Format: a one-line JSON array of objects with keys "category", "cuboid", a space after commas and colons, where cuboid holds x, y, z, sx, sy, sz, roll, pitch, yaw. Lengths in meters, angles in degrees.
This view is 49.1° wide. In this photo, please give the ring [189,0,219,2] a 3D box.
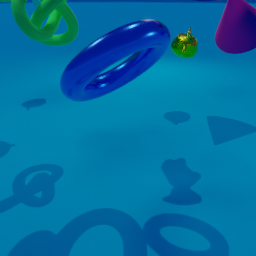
[{"category": "ring", "cuboid": [1.301, -2.360, 4.282, 1.322, 0.264, 1.322, -8, 51, 10]}]

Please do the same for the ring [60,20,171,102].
[{"category": "ring", "cuboid": [-0.169, -0.911, 4.020, 1.731, 0.346, 1.731, -30, -4, -2]}]

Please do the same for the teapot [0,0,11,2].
[{"category": "teapot", "cuboid": [-2.920, -3.410, 6.535, 1.465, 0.718, 0.911, -22, 10, -28]}]

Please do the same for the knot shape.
[{"category": "knot shape", "cuboid": [-1.430, -2.293, 5.379, 0.692, 1.401, 1.497, 37, 7, 17]}]

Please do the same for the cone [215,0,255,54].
[{"category": "cone", "cuboid": [2.881, -3.024, 7.411, 1.484, 1.490, 1.484, -14, 60, 26]}]

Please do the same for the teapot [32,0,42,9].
[{"category": "teapot", "cuboid": [-2.751, -4.301, 9.322, 0.818, 1.315, 0.644, -30, 44, -22]}]

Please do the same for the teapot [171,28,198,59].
[{"category": "teapot", "cuboid": [1.729, -2.530, 8.372, 0.827, 0.651, 1.330, 20, 47, 3]}]
